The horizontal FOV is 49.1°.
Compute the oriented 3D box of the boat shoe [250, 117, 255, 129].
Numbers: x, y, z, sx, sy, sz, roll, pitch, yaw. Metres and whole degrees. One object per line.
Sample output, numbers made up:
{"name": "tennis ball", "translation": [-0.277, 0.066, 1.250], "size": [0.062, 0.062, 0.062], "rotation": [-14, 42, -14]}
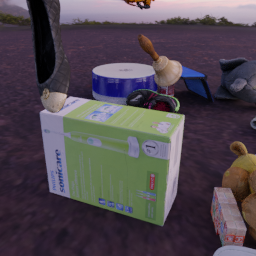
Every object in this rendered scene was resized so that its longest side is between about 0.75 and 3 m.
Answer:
{"name": "boat shoe", "translation": [4.552, 0.032, 7.992], "size": [0.650, 0.754, 2.095], "rotation": [-29, 25, -25]}

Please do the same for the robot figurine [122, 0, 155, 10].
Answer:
{"name": "robot figurine", "translation": [0.406, -5.230, 11.054], "size": [1.384, 1.004, 0.403], "rotation": [19, 5, 2]}

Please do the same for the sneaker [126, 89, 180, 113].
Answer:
{"name": "sneaker", "translation": [0.802, -0.897, 9.811], "size": [1.951, 0.749, 0.817], "rotation": [9, 22, 21]}

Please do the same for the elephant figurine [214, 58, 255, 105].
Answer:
{"name": "elephant figurine", "translation": [4.283, -1.840, 10.976], "size": [2.249, 2.051, 2.899], "rotation": [38, -3, -27]}

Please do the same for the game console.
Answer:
{"name": "game console", "translation": [2.251, -1.763, 11.078], "size": [1.656, 1.148, 1.940], "rotation": [-5, 24, -20]}

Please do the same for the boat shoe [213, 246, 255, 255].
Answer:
{"name": "boat shoe", "translation": [2.117, 2.164, 3.537], "size": [2.101, 0.765, 0.649], "rotation": [12, -17, 38]}

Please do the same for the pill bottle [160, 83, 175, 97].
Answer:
{"name": "pill bottle", "translation": [1.561, -1.663, 11.135], "size": [0.572, 1.013, 0.572], "rotation": [0, 25, 0]}

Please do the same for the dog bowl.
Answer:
{"name": "dog bowl", "translation": [-0.121, -1.890, 11.572], "size": [2.708, 1.067, 2.708], "rotation": [0, 24, 0]}

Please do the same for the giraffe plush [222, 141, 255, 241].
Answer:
{"name": "giraffe plush", "translation": [2.400, 0.974, 5.027], "size": [1.911, 1.649, 1.549], "rotation": [-4, 16, -28]}

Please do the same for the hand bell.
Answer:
{"name": "hand bell", "translation": [0.756, -1.966, 7.719], "size": [0.906, 0.906, 1.740], "rotation": [22, -10, 40]}

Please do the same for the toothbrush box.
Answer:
{"name": "toothbrush box", "translation": [-0.301, 0.541, 5.401], "size": [2.481, 1.807, 1.068], "rotation": [9, 26, 20]}

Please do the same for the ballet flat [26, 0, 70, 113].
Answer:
{"name": "ballet flat", "translation": [-1.330, -1.242, 4.386], "size": [0.681, 2.049, 0.582], "rotation": [-10, -5, 31]}

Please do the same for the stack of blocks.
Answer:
{"name": "stack of blocks", "translation": [1.658, 1.536, 4.714], "size": [0.291, 0.572, 0.993], "rotation": [2, 25, 5]}
